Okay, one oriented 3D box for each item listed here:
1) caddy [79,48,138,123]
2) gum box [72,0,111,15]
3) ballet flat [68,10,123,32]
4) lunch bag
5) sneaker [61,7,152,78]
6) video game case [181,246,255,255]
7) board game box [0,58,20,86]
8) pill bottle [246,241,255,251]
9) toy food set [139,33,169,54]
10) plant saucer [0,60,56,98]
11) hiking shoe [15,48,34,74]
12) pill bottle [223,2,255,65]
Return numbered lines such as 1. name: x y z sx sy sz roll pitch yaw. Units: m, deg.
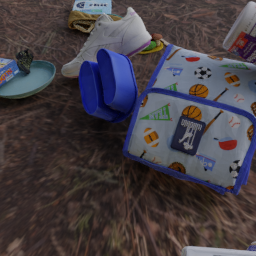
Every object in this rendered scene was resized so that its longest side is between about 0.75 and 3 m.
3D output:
1. caddy: -0.465 -1.077 7.206 1.002 1.349 1.908 10 62 -48
2. gum box: -1.557 -5.213 12.321 1.623 0.425 1.910 -1 44 -1
3. ballet flat: -1.247 -4.039 11.026 2.454 0.842 0.773 15 74 18
4. lunch bag: 1.558 -0.243 6.243 2.541 1.851 2.989 18 60 18
5. sneaker: -0.813 -2.484 8.372 2.887 1.438 1.081 -25 12 12
6. video game case: 2.182 2.974 3.367 2.966 0.346 2.697 5 56 -2
7. board game box: -4.744 -1.571 8.327 2.453 0.423 1.661 12 45 23
8. pill bottle: 1.963 2.350 4.357 0.616 0.616 1.029 35 55 30
9. toy food set: 0.811 -3.179 10.168 1.516 0.495 0.892 -17 47 -17
10. plant saucer: -3.110 -1.442 8.402 1.961 0.269 1.961 -5 41 4
11. hiking shoe: -3.210 -2.132 8.820 0.502 0.378 0.998 -33 62 6
12. pill bottle: 2.908 -1.633 5.543 1.782 0.993 0.993 30 49 5
